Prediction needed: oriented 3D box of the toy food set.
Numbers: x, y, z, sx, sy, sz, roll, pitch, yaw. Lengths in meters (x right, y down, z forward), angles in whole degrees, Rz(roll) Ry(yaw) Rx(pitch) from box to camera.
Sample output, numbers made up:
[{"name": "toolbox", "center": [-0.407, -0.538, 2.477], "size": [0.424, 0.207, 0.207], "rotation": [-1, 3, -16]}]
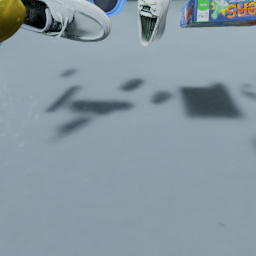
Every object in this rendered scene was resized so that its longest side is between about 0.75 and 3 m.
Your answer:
[{"name": "toy food set", "center": [-2.382, -1.711, 4.422], "size": [0.500, 0.901, 1.532], "rotation": [43, 53, 4]}]

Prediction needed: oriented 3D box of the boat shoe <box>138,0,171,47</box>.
[{"name": "boat shoe", "center": [0.559, -2.656, 6.138], "size": [0.714, 1.942, 0.648], "rotation": [22, 57, 23]}]

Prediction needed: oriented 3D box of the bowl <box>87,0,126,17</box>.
[{"name": "bowl", "center": [-0.543, -3.440, 6.928], "size": [0.255, 1.298, 1.298], "rotation": [17, 34, 41]}]

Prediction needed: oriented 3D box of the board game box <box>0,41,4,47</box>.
[{"name": "board game box", "center": [-2.912, -2.665, 6.219], "size": [0.308, 1.125, 1.782], "rotation": [10, 61, 3]}]

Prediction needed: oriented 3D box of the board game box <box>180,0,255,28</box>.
[{"name": "board game box", "center": [2.191, -2.486, 6.070], "size": [1.880, 0.479, 2.778], "rotation": [0, 18, 6]}]

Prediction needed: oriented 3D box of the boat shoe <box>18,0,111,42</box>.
[{"name": "boat shoe", "center": [-1.557, -2.166, 5.574], "size": [2.525, 0.881, 0.899], "rotation": [12, 40, -17]}]
